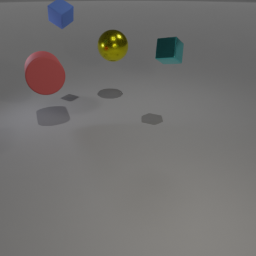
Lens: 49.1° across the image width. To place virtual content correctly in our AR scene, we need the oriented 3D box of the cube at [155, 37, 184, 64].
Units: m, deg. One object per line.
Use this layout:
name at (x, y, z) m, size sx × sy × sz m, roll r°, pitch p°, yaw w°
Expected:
cube at (1.402, -2.585, 9.419) m, size 0.700 × 0.700 × 0.700 m, roll 5°, pitch -2°, yaw 31°

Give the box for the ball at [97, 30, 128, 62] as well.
ball at (-0.679, -3.715, 12.668) m, size 1.400 × 1.400 × 1.400 m, roll 0°, pitch 28°, yaw 0°

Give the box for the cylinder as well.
cylinder at (-3.170, -2.107, 10.617) m, size 1.400 × 1.400 × 1.400 m, roll -9°, pitch 26°, yaw -17°

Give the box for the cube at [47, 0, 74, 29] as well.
cube at (-2.581, -4.401, 10.772) m, size 0.700 × 0.700 × 0.700 m, roll 34°, pitch 60°, yaw 9°
